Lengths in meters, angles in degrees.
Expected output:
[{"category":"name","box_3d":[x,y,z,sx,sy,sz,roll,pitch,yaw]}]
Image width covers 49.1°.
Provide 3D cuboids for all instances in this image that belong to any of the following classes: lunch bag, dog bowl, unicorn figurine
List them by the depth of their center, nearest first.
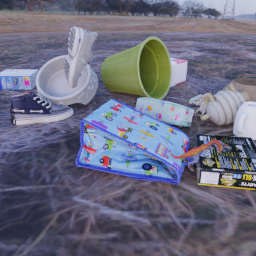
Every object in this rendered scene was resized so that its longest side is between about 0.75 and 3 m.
[{"category":"lunch bag","box_3d":[0.389,0.372,7.270,2.764,1.300,2.080,16,24,12]},{"category":"lunch bag","box_3d":[1.253,-0.490,9.289,1.819,0.701,1.459,15,3,25]},{"category":"unicorn figurine","box_3d":[2.768,-0.799,10.384,0.452,1.224,0.841,41,50,12]},{"category":"dog bowl","box_3d":[-2.454,-1.840,11.048,2.469,0.724,2.469,-3,62,5]}]

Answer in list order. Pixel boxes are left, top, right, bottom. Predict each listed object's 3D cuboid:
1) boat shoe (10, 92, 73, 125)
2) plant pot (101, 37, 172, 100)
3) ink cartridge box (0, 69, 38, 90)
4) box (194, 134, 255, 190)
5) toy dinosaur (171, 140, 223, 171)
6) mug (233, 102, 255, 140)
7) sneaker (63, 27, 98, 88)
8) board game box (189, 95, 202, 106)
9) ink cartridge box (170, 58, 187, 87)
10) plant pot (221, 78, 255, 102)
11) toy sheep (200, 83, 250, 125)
[{"category":"boat shoe","box_3d":[-3.050,-0.776,9.900,2.187,1.014,0.817,-10,26,-21]},{"category":"plant pot","box_3d":[0.216,-2.523,12.518,2.532,2.666,2.666,4,21,38]},{"category":"ink cartridge box","box_3d":[-5.639,-2.438,14.009,2.029,0.775,1.385,2,24,0]},{"category":"box","box_3d":[2.499,0.772,7.048,1.548,0.478,1.938,2,24,9]},{"category":"toy dinosaur","box_3d":[1.644,0.561,6.314,0.969,0.880,0.509,19,32,-30]},{"category":"mug","box_3d":[3.693,-0.223,8.642,0.851,1.011,1.153,21,31,39]},{"category":"sneaker","box_3d":[-1.479,-2.097,8.845,0.875,2.133,0.797,-5,52,-28]},{"category":"board game box","box_3d":[3.129,-1.192,11.910,0.626,0.171,0.991,18,29,37]},{"category":"ink cartridge box","box_3d":[1.348,-3.086,14.943,2.921,1.209,2.140,18,30,36]},{"category":"plant pot","box_3d":[4.592,-1.213,10.738,2.539,1.172,2.539,1,23,0]},{"category":"toy sheep","box_3d":[3.283,-0.717,9.518,1.856,1.280,1.280,-25,26,0]}]
